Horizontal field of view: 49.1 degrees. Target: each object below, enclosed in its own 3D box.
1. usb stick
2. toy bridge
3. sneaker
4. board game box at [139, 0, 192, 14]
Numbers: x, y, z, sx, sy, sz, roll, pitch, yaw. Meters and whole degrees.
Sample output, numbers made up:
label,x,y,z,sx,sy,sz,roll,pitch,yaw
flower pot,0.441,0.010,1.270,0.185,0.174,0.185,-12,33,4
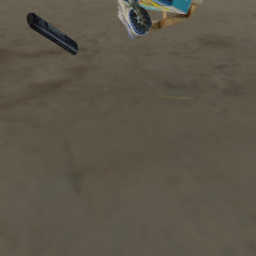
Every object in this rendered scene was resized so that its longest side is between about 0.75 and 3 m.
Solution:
label,x,y,z,sx,sy,sz,roll,pitch,yaw
usb stick,-1.297,-1.637,4.965,0.186,1.140,0.316,-24,67,24
toy bridge,1.687,-4.017,9.911,0.953,0.386,2.836,-5,2,-25
sneaker,-0.020,-1.630,3.756,0.363,0.402,0.943,-16,86,-22
board game box,0.235,-3.980,7.948,1.999,0.621,2.648,9,18,-35
